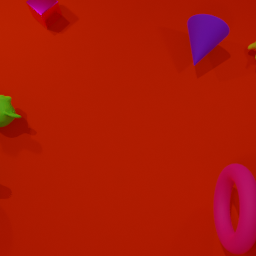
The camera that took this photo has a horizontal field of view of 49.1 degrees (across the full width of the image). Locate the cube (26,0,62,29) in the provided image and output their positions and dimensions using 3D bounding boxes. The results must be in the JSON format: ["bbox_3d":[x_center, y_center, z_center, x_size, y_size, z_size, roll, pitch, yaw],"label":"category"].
[{"bbox_3d":[-2.666,-3.812,8.992,0.717,0.717,0.717,42,78,10],"label":"cube"}]

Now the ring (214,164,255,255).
[{"bbox_3d":[2.412,1.798,6.358,0.394,1.970,1.970,6,74,-1],"label":"ring"}]

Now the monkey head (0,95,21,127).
[{"bbox_3d":[-3.691,-0.460,7.732,1.450,1.043,0.874,-10,86,21],"label":"monkey head"}]

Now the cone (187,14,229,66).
[{"bbox_3d":[2.186,-2.441,8.359,1.278,1.278,1.283,20,82,6],"label":"cone"}]

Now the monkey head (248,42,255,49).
[{"bbox_3d":[4.098,-2.391,8.553,1.039,0.747,0.626,-25,97,-30],"label":"monkey head"}]
